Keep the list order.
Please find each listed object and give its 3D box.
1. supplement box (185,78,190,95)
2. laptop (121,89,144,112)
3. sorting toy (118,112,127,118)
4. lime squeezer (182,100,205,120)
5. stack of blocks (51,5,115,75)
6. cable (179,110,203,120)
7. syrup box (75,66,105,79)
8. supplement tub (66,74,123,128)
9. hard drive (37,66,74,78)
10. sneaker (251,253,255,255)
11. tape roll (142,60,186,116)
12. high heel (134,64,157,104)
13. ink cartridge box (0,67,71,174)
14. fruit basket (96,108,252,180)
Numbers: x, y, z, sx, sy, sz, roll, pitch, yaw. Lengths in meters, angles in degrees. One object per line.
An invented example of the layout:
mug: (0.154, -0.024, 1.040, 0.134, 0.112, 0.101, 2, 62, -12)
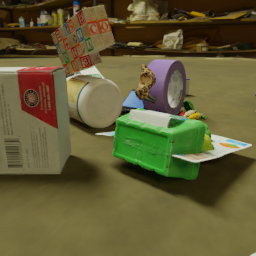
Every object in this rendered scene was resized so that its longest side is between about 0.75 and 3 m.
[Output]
supplement box: (2.262, -2.185, 14.288, 0.828, 0.846, 1.637, -11, 22, -28)
laptop: (-0.093, -1.048, 10.338, 1.655, 0.855, 1.466, 0, 8, -36)
sorting toy: (-0.456, -0.471, 9.897, 1.246, 0.183, 0.921, 10, 20, 31)
lime squeezer: (1.884, -0.727, 10.579, 2.459, 0.464, 0.868, 14, 53, 35)
stack of blocks: (-1.309, -2.417, 8.093, 0.685, 1.346, 2.337, -25, 14, -30)
cable: (1.588, -0.242, 8.732, 0.851, 0.441, 1.752, 10, 19, 39)
syrup box: (-1.637, -1.870, 12.241, 1.005, 1.039, 2.553, -9, 28, -15)
supplement tub: (-1.316, -0.942, 9.160, 1.525, 1.525, 2.108, -12, 21, -34)
hard drive: (-3.364, -2.033, 12.736, 1.785, 0.421, 2.558, 2, 38, -12)
sneaker: (2.274, 1.359, 2.632, 2.297, 1.013, 0.934, 1, 17, 4)
tape roll: (1.304, -1.387, 9.829, 0.835, 1.964, 1.964, 9, 20, 31)
high heel: (0.397, -1.341, 7.800, 0.454, 1.272, 0.906, -24, -21, 32)
ink cartridge box: (-2.769, -0.201, 5.834, 2.863, 2.086, 1.185, 0, 17, 0)
fruit basket: (1.066, 0.154, 6.179, 2.475, 1.252, 2.672, 16, 20, 41)
